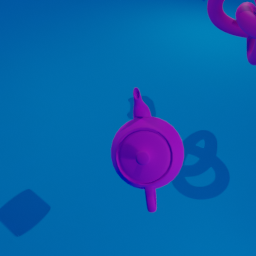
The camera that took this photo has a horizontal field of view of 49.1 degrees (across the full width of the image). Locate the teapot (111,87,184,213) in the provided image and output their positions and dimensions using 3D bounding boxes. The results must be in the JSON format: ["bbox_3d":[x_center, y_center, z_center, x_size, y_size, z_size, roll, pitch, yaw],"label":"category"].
[{"bbox_3d":[0.208,0.265,3.355,0.912,1.467,0.718,-7,0,9],"label":"teapot"}]

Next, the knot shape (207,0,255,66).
[{"bbox_3d":[2.406,-1.918,5.323,0.858,1.737,1.856,-45,66,9],"label":"knot shape"}]

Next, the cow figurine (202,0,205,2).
[{"bbox_3d":[1.551,-3.362,6.180,0.786,1.410,1.433,-8,4,-13],"label":"cow figurine"}]
